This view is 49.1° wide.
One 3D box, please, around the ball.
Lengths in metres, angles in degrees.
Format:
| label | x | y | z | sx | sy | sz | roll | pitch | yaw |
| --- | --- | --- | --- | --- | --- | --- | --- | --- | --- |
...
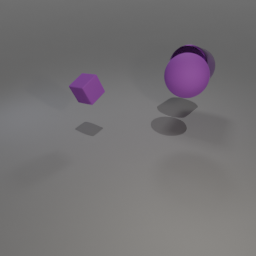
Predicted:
| label | x | y | z | sx | sy | sz | roll | pitch | yaw |
| --- | --- | --- | --- | --- | --- | --- | --- | --- | --- |
| ball | 1.840 | -1.640 | 8.786 | 1.400 | 1.400 | 1.400 | 0 | 30 | 0 |

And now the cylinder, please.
| label | x | y | z | sx | sy | sz | roll | pitch | yaw |
| --- | --- | --- | --- | --- | --- | --- | --- | --- | --- |
| cylinder | 2.430 | -2.336 | 10.518 | 1.400 | 1.400 | 1.400 | 16 | 16 | 26 |

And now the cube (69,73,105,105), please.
| label | x | y | z | sx | sy | sz | roll | pitch | yaw |
| --- | --- | --- | --- | --- | --- | --- | --- | --- | --- |
| cube | -1.308 | -1.253 | 8.969 | 0.700 | 0.700 | 0.700 | 14 | 54 | 39 |
